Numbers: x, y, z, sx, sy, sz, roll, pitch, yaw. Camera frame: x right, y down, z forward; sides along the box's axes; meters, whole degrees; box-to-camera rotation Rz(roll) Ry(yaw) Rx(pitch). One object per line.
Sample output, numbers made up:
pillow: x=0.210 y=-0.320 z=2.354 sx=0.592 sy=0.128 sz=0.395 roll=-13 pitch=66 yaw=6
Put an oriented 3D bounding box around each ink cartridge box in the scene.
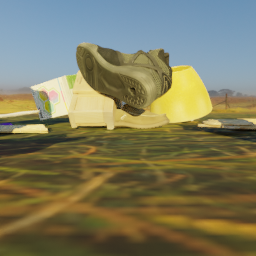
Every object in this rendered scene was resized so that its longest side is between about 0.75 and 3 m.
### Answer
ink cartridge box: x=-2.612 y=-0.997 z=9.698 sx=2.333 sy=1.211 sz=0.692 roll=-9 pitch=12 yaw=32

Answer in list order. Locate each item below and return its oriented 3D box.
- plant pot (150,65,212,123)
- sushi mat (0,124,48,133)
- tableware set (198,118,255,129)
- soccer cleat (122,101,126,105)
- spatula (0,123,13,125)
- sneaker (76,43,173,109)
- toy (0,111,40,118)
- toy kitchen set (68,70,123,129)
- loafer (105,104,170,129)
plant pot: x=2.078 y=-1.554 z=11.717 sx=2.622 sy=1.861 sz=2.622 roll=-10 pitch=19 yaw=4
sushi mat: x=-2.802 y=0.008 z=6.194 sx=1.968 sy=0.119 sz=0.942 roll=0 pitch=6 yaw=-24
tableware set: x=3.048 y=-0.031 z=6.138 sx=2.263 sy=0.314 sz=2.709 roll=3 pitch=4 yaw=41
soccer cleat: x=-0.581 y=-0.889 z=11.802 sx=1.038 sy=1.283 sz=2.972 roll=-1 pitch=4 yaw=-26
spatula: x=-3.343 y=-0.034 z=7.045 sx=1.762 sy=0.181 sz=0.498 roll=3 pitch=10 yaw=44
sneaker: x=-0.038 y=-1.488 z=7.001 sx=2.818 sy=1.077 sz=1.614 roll=29 pitch=41 yaw=35
toy: x=-1.594 y=0.171 z=0.985 sx=1.324 sy=0.543 sz=2.299 roll=-1 pitch=6 yaw=25
toy kitchen set: x=-0.246 y=-0.521 z=8.507 sx=2.262 sy=2.502 sz=2.773 roll=-1 pitch=43 yaw=4
loafer: x=0.127 y=-0.351 z=7.858 sx=2.081 sy=0.702 sz=0.791 roll=1 pitch=4 yaw=16
